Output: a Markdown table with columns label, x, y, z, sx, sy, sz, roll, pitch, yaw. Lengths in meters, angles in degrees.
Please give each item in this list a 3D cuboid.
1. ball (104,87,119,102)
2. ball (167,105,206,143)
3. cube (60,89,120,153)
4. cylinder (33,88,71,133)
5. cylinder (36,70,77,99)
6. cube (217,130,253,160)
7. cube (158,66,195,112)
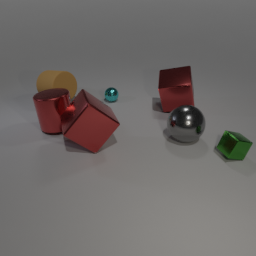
| label | x | y | z | sx | sy | sz | roll | pitch | yaw |
| --- | --- | --- | --- | --- | --- | --- | --- | --- | --- |
| ball | -0.806 | -1.635 | 13.668 | 0.700 | 0.700 | 0.700 | 0 | 29 | 0 |
| ball | 2.136 | -0.159 | 10.317 | 1.400 | 1.400 | 1.400 | 0 | 29 | 0 |
| cube | -1.376 | -0.252 | 9.876 | 1.400 | 1.400 | 1.400 | 34 | 13 | -30 |
| cylinder | -2.907 | -0.713 | 11.117 | 1.400 | 1.400 | 1.400 | -5 | 26 | 3 |
| cylinder | -3.382 | -2.016 | 13.314 | 1.400 | 1.400 | 1.400 | 12 | 30 | 41 |
| cube | 3.575 | 0.582 | 9.428 | 0.700 | 0.700 | 0.700 | 9 | 24 | -26 |
| cube | 2.175 | -1.730 | 12.498 | 1.400 | 1.400 | 1.400 | -6 | 44 | 15 |
